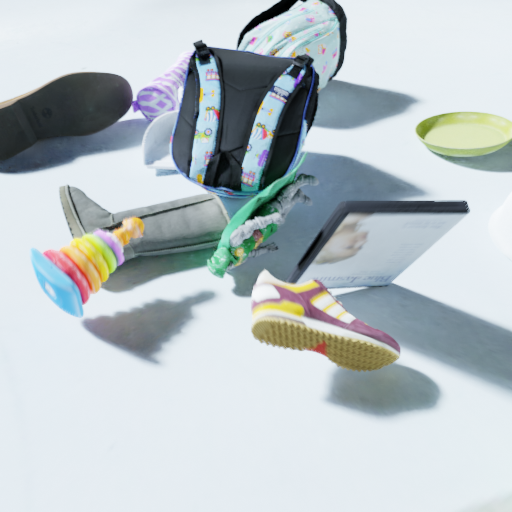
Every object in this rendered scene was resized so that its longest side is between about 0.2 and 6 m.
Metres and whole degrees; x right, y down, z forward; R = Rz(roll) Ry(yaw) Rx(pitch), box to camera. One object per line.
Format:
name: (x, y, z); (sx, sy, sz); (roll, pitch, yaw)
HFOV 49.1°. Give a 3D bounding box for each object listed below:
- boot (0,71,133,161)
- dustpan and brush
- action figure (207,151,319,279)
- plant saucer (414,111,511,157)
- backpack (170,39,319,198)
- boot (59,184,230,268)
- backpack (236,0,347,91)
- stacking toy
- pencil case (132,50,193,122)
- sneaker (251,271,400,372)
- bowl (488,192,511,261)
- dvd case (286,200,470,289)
boot: (-4.428, -3.143, 11.939); (3.643, 1.341, 1.375); (-27, 35, -27)
dustpan and brush: (-1.465, -2.716, 11.582); (1.745, 0.715, 2.500); (0, 39, -10)
action figure: (0.079, -0.452, 8.615); (0.653, 1.411, 2.388); (34, 56, 19)
plant saucer: (4.313, -2.509, 11.635); (1.993, 0.310, 1.993); (-6, 33, 4)
backpack: (-0.230, -2.198, 10.126); (2.476, 1.824, 2.712); (9, 74, 6)
boot: (-1.785, -0.657, 8.980); (2.336, 0.848, 2.124); (-23, 57, -16)
backpack: (0.830, -4.725, 13.195); (2.816, 2.350, 1.782); (-34, 53, -28)
stacking toy: (-2.125, -0.020, 7.491); (0.915, 0.865, 1.577); (38, 59, 15)
pencil case: (-1.893, -3.988, 13.103); (1.048, 1.029, 2.452); (12, 40, 12)
sneaker: (0.875, 0.738, 6.677); (1.962, 0.735, 0.884); (20, 49, -20)
bowl: (5.079, -0.669, 8.774); (2.514, 1.130, 2.514); (0, 37, 0)
dvd case: (1.414, -0.068, 7.092); (1.583, 2.219, 0.195); (-2, 66, -15)
